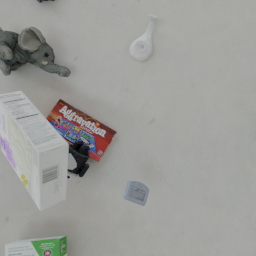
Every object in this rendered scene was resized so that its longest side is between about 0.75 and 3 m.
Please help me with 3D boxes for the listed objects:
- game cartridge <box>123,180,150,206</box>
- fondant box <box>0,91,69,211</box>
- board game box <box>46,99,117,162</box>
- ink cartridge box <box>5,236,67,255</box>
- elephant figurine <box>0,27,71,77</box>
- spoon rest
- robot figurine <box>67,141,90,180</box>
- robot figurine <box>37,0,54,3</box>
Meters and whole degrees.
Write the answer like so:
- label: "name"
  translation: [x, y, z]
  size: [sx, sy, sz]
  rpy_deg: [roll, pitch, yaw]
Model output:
- label: "game cartridge"
  translation: [0.258, 1.877, 8.183]
  size: [0.186, 0.918, 0.612]
  rpy_deg: [4, 68, 46]
- label: "fondant box"
  translation: [-2.819, 0.566, 8.080]
  size: [0.862, 2.135, 2.960]
  rpy_deg: [-18, 44, -35]
- label: "board game box"
  translation: [-1.734, 0.061, 9.880]
  size: [2.406, 0.234, 1.239]
  rpy_deg: [30, 76, 8]
- label: "ink cartridge box"
  translation: [-2.669, 4.490, 8.263]
  size: [1.664, 0.943, 2.270]
  rpy_deg: [-6, 75, -2]
- label: "elephant figurine"
  translation: [-3.453, -2.766, 10.173]
  size: [2.347, 1.821, 1.660]
  rpy_deg: [-11, 31, -13]
- label: "spoon rest"
  translation: [0.668, -3.416, 10.774]
  size: [0.876, 0.534, 1.763]
  rpy_deg: [23, 89, 7]
- label: "robot figurine"
  translation: [-1.792, 1.062, 9.182]
  size: [0.814, 0.981, 1.305]
  rpy_deg: [27, 98, -32]
- label: "robot figurine"
  translation: [-3.393, -5.600, 11.191]
  size: [1.216, 0.759, 0.914]
  rpy_deg: [41, 75, 10]
